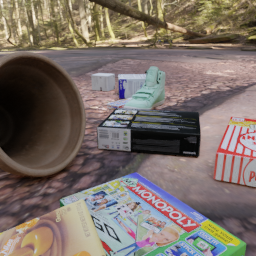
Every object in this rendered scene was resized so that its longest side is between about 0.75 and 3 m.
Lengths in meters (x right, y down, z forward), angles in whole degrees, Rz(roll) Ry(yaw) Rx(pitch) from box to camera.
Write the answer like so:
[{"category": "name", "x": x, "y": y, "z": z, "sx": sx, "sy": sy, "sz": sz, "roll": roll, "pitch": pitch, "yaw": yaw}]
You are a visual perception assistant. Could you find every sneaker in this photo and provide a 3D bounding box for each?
[{"category": "sneaker", "x": 0.623, "y": -1.487, "z": 10.602, "sx": 0.998, "sy": 1.600, "sz": 2.713, "roll": 11, "pitch": 23, "yaw": 27}]

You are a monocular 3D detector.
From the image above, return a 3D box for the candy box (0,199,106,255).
[{"category": "candy box", "x": -0.697, "y": 1.730, "z": 2.294, "sx": 1.419, "sy": 0.680, "sz": 2.458, "roll": -21, "pitch": 25, "yaw": -13}]

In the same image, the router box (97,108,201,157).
[{"category": "router box", "x": 0.654, "y": 0.033, "z": 7.635, "sx": 2.553, "sy": 0.652, "sz": 1.904, "roll": 4, "pitch": 20, "yaw": 12}]

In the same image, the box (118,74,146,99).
[{"category": "box", "x": 0.415, "y": -1.948, "z": 12.968, "sx": 1.737, "sy": 0.911, "sz": 1.598, "roll": -1, "pitch": 19, "yaw": -2}]

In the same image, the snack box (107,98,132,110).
[{"category": "snack box", "x": -0.017, "y": -1.012, "z": 11.348, "sx": 0.623, "sy": 0.211, "sz": 1.732, "roll": 17, "pitch": 25, "yaw": 40}]

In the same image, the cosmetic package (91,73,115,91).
[{"category": "cosmetic package", "x": -1.249, "y": -2.347, "z": 14.304, "sx": 0.962, "sy": 0.793, "sz": 0.793, "roll": 9, "pitch": 21, "yaw": 27}]

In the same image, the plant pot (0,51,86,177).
[{"category": "plant pot", "x": -2.535, "y": -0.161, "z": 6.232, "sx": 2.185, "sy": 2.505, "sz": 2.505, "roll": -10, "pitch": 10, "yaw": 37}]

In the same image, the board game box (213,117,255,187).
[{"category": "board game box", "x": 3.212, "y": 0.507, "z": 6.305, "sx": 2.073, "sy": 0.634, "sz": 2.737, "roll": 8, "pitch": 21, "yaw": 23}]

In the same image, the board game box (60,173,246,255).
[{"category": "board game box", "x": 0.203, "y": 1.448, "z": 4.077, "sx": 1.575, "sy": 0.341, "sz": 2.340, "roll": -14, "pitch": 23, "yaw": -34}]
